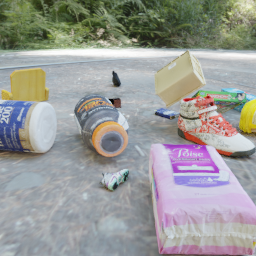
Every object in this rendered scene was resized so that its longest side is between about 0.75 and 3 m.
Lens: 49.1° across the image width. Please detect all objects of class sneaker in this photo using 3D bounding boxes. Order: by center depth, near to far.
[{"bbox_3d":[-0.396,1.242,7.226,0.597,0.332,0.853,13,24,30],"label":"sneaker"},{"bbox_3d":[2.809,-0.178,9.217,0.968,1.554,2.899,-15,24,-34],"label":"sneaker"}]

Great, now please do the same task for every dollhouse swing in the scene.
[{"bbox_3d":[-5.378,-2.235,14.495,2.068,1.818,1.879,-17,27,-36],"label":"dollhouse swing"}]

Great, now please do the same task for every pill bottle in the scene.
[{"bbox_3d":[-3.923,-0.091,8.973,2.889,1.603,1.603,3,21,8],"label":"pill bottle"},{"bbox_3d":[-0.866,-0.087,9.144,1.495,1.495,2.814,-6,22,-17],"label":"pill bottle"}]

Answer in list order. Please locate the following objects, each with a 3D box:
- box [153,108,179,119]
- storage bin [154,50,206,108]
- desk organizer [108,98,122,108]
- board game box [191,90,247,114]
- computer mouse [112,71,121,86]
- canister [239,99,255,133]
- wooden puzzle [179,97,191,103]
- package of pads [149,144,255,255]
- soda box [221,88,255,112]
[{"bbox_3d":[1.720,-0.655,12.556,0.673,0.180,1.111,-17,28,-40],"label":"box"},{"bbox_3d":[1.907,-1.918,10.692,1.688,0.791,1.675,-32,33,28],"label":"storage bin"},{"bbox_3d":[-0.873,-1.202,13.709,1.060,0.408,0.380,-5,21,-13],"label":"desk organizer"},{"bbox_3d":[3.384,-0.988,11.402,1.758,0.380,2.612,2,-7,-1],"label":"board game box"},{"bbox_3d":[-0.940,-3.439,19.239,0.498,0.857,2.924,-22,21,-1],"label":"computer mouse"},{"bbox_3d":[5.692,-0.218,10.052,1.947,1.134,2.621,-19,29,-41],"label":"canister"},{"bbox_3d":[3.637,-1.292,13.990,1.633,0.378,1.513,-18,24,-32],"label":"wooden puzzle"},{"bbox_3d":[1.383,1.326,5.913,1.735,1.089,2.879,3,20,0],"label":"package of pads"},{"bbox_3d":[5.426,-1.328,13.559,0.795,0.752,2.344,-5,22,-12],"label":"soda box"}]
